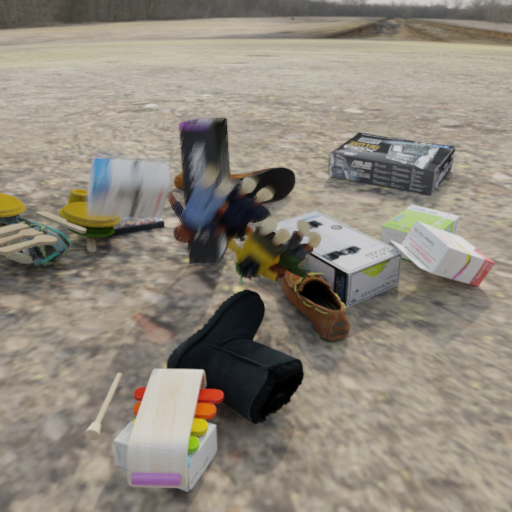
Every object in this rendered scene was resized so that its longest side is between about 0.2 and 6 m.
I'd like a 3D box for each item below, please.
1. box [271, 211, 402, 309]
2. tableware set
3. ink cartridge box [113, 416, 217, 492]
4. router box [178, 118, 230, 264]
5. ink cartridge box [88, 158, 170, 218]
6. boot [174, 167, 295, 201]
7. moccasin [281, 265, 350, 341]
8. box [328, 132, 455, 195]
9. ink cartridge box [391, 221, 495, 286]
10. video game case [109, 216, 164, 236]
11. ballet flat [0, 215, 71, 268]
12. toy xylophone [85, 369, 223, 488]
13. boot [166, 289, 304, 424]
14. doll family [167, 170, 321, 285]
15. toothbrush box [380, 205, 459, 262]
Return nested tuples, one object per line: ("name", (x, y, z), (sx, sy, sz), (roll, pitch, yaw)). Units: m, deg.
("box", (1.463, -0.020, 11.086), (1.457, 0.751, 2.499), (-18, 33, -30))
("tableware set", (-4.731, -0.702, 11.765), (2.882, 0.657, 4.278), (20, 22, 18))
("ink cartridge box", (-1.095, 2.332, 6.891), (1.039, 0.455, 0.755), (13, 29, 21))
("router box", (-0.923, -1.338, 10.913), (0.657, 2.575, 1.920), (-1, 15, 5))
("ink cartridge box", (-2.004, -1.044, 8.794), (1.164, 0.844, 0.487), (1, 56, -21))
("boot", (-0.568, -1.994, 15.173), (2.471, 0.899, 2.625), (-26, 29, -28))
("moccasin", (0.972, 0.644, 9.760), (0.747, 0.789, 2.043), (-9, 29, -11))
("box", (3.949, -2.748, 16.311), (3.046, 0.758, 2.402), (15, 32, 26))
("ink cartridge box", (3.493, -0.071, 10.530), (1.757, 0.593, 1.023), (13, 25, -34))
("video game case", (-2.967, -0.874, 13.373), (1.308, 0.167, 1.182), (-11, 30, -20))
("ballet flat", (-5.078, -0.415, 11.780), (2.772, 1.029, 1.029), (18, 32, 37))
("toy xylophone", (-1.208, 1.942, 6.821), (1.356, 0.465, 1.852), (5, 26, 10))
("boot", (-0.014, 1.420, 8.214), (1.777, 0.808, 2.115), (16, 38, 34))
("doll family", (-0.277, -0.354, 9.218), (2.600, 1.503, 1.020), (42, 49, 1))
("toothbrush box", (3.519, -0.474, 12.055), (1.122, 0.663, 1.541), (19, 34, 33))
